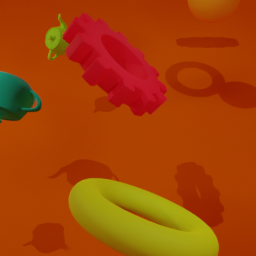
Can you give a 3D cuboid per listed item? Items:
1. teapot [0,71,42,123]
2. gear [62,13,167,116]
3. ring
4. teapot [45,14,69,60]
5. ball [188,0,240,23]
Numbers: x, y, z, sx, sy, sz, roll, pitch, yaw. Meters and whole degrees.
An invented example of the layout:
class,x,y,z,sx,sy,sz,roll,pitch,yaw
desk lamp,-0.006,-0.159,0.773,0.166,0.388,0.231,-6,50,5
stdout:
class,x,y,z,sx,sy,sz,roll,pitch,yaw
teapot,-2.313,-0.493,5.076,1.686,1.048,0.825,5,70,14
gear,-0.133,-0.906,3.990,1.647,0.305,1.647,35,29,-23
ring,0.137,0.849,2.654,1.443,1.443,0.289,20,90,16
teapot,-1.725,-2.192,6.864,0.693,1.115,0.546,25,11,28
ball,2.001,-3.087,6.513,1.208,1.208,1.208,0,51,0
